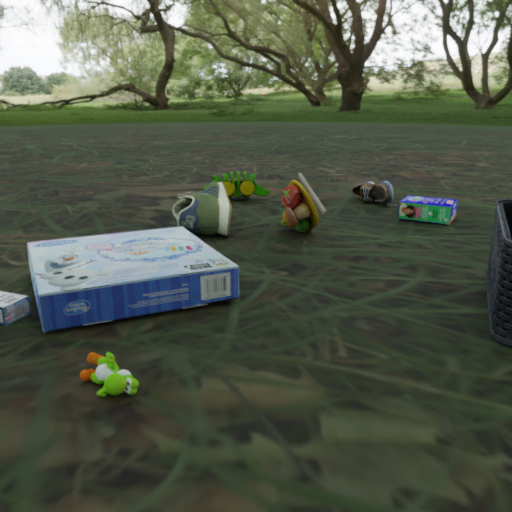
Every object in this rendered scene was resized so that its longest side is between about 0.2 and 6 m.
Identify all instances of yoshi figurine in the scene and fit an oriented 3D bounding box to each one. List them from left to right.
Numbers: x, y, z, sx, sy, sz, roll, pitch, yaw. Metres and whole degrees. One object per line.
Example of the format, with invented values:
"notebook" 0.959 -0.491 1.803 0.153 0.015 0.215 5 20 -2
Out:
"yoshi figurine" -1.718 1.390 6.464 0.785 0.441 0.439 15 38 33

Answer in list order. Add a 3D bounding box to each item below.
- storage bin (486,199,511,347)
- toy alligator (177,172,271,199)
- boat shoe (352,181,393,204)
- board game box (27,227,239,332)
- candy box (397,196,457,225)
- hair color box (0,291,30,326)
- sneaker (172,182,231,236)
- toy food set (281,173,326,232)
"storage bin" 4.718 0.203 8.422 2.150 1.491 3.181 6 18 19
"toy alligator" -0.969 -2.133 16.788 2.804 0.761 0.831 -2 1 -3
"boat shoe" 3.390 -1.821 16.448 0.665 0.664 1.837 -9 9 -13
"board game box" -2.236 0.239 9.637 3.020 0.655 3.006 -7 19 -23
"candy box" 4.461 -1.206 14.541 1.313 0.506 1.110 8 17 26
"hair color box" -4.056 0.764 8.535 1.062 0.321 0.531 6 18 20
"sneaker" -1.408 -1.235 13.769 1.320 0.986 2.941 1 20 -10
"toy food set" 0.858 -1.069 12.853 0.656 1.182 2.009 -29 -6 -10
